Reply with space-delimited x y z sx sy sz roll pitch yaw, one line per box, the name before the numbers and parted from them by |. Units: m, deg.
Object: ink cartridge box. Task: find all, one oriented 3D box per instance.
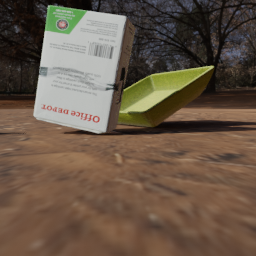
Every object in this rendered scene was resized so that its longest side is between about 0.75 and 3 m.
ink cartridge box | -0.881 -1.149 5.763 1.636 2.232 0.927 13 9 10

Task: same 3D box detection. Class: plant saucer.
plant saucer | 0.730 -0.860 8.443 2.895 0.693 2.891 -34 22 -28
